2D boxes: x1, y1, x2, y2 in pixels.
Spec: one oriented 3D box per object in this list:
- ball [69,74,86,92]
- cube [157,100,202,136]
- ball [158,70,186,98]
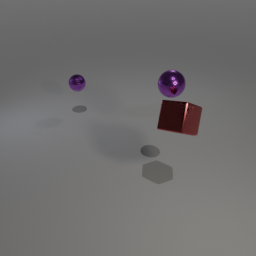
[{"bbox_3d":[-2.083,-1.847,11.499,0.700,0.700,0.700,0,29,0],"label":"ball"},{"bbox_3d":[1.201,-0.230,6.502,0.700,0.700,0.700,11,1,43],"label":"cube"},{"bbox_3d":[1.099,-1.113,7.065,0.700,0.700,0.700,0,29,0],"label":"ball"}]
